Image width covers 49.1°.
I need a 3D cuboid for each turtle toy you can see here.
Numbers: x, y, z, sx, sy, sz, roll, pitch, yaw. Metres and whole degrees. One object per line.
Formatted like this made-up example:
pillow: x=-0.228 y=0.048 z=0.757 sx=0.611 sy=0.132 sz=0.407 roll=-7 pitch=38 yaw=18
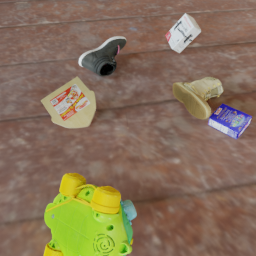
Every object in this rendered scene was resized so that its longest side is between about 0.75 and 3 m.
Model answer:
turtle toy: x=-0.752 y=1.735 z=5.158 sx=2.362 sy=1.721 sz=1.194 roll=11 pitch=-3 yaw=43

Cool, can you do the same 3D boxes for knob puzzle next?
knob puzzle: x=-1.588 y=-0.596 z=8.231 sx=1.639 sy=0.227 sz=1.639 roll=0 pitch=71 yaw=1

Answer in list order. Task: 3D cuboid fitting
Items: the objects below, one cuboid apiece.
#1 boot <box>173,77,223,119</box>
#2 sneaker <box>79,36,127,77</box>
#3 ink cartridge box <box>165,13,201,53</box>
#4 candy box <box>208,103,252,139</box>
boot: x=2.312 y=-0.963 z=8.370 sx=1.374 sy=0.644 sz=1.768 roll=-14 pitch=35 yaw=-15
sneaker: x=-0.598 y=-2.491 z=9.924 sx=1.053 sy=0.751 sz=2.124 roll=41 pitch=59 yaw=21
ink cartridge box: x=2.051 y=-3.545 z=10.497 sx=0.478 sy=1.142 sz=0.824 roll=13 pitch=46 yaw=-41
candy box: x=2.878 y=-0.207 z=7.951 sx=0.923 sy=0.356 sz=0.781 roll=33 pitch=58 yaw=28
